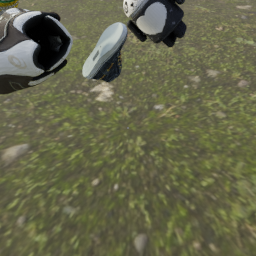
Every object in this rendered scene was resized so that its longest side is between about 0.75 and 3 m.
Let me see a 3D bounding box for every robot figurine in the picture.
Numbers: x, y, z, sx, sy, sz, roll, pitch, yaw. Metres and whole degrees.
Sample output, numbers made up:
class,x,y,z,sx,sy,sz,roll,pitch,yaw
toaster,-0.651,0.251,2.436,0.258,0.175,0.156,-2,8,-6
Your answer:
class,x,y,z,sx,sy,sz,roll,pitch,yaw
robot figurine,0.680,-2.800,6.920,1.275,1.697,1.059,-49,15,3

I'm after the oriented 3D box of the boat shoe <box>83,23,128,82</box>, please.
class,x,y,z,sx,sy,sz,roll,pitch,yaw
boat shoe,-0.272,-1.305,4.992,0.581,1.280,0.453,7,57,-37

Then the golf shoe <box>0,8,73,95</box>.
class,x,y,z,sx,sy,sz,roll,pitch,yaw
golf shoe,-1.248,-1.040,3.716,1.254,1.032,2.654,-4,29,6

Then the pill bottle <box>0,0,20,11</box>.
class,x,y,z,sx,sy,sz,roll,pitch,yaw
pill bottle,-2.765,-2.593,5.681,0.970,0.970,1.720,-31,5,-34
